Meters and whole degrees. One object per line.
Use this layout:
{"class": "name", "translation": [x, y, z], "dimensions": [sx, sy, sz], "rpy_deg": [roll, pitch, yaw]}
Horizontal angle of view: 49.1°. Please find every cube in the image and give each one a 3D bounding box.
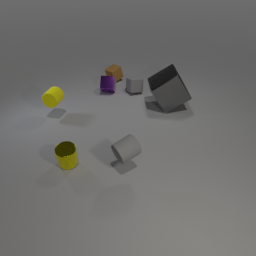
{"class": "cube", "translation": [0.343, -2.275, 14.760], "dimensions": [0.700, 0.700, 0.700], "rpy_deg": [-7, 21, -23]}
{"class": "cube", "translation": [1.891, -1.827, 12.950], "dimensions": [1.400, 1.400, 1.400], "rpy_deg": [-29, 31, 15]}
{"class": "cube", "translation": [-1.046, -2.298, 14.721], "dimensions": [0.700, 0.700, 0.700], "rpy_deg": [3, -9, 8]}
{"class": "cube", "translation": [-0.803, -3.185, 16.274], "dimensions": [0.700, 0.700, 0.700], "rpy_deg": [25, 56, 41]}

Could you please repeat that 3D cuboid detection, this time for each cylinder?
{"class": "cylinder", "translation": [-3.192, -1.317, 11.946], "dimensions": [0.700, 0.700, 0.700], "rpy_deg": [7, 33, 12]}
{"class": "cylinder", "translation": [-2.049, 0.917, 9.371], "dimensions": [0.700, 0.700, 0.700], "rpy_deg": [0, 46, 0]}
{"class": "cylinder", "translation": [-0.053, 0.653, 8.675], "dimensions": [0.700, 0.700, 0.700], "rpy_deg": [-31, 40, -17]}
